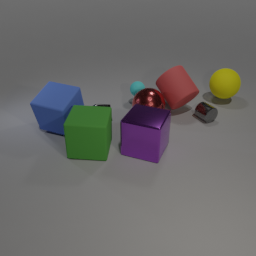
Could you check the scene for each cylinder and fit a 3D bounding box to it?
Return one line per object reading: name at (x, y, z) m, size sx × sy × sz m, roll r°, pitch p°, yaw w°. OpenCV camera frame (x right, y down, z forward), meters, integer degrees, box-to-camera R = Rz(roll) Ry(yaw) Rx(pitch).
cylinder at (2.146, -1.757, 12.233) m, size 1.400 × 1.400 × 1.400 m, roll -22°, pitch 75°, yaw -32°
cylinder at (3.326, -0.671, 11.925) m, size 0.700 × 0.700 × 0.700 m, roll -16°, pitch 35°, yaw -25°

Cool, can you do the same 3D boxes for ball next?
ball at (4.532, -2.078, 13.114) m, size 1.400 × 1.400 × 1.400 m, roll 0°, pitch 31°, yaw 0°
ball at (0.440, -1.793, 12.875) m, size 0.700 × 0.700 × 0.700 m, roll 0°, pitch 31°, yaw 0°
ball at (0.868, -0.982, 11.742) m, size 1.400 × 1.400 × 1.400 m, roll 0°, pitch 31°, yaw 0°

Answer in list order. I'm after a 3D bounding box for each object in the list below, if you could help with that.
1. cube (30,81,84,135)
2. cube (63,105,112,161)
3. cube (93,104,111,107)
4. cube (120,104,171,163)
cube at (-2.654, -0.755, 10.881) m, size 1.400 × 1.400 × 1.400 m, roll 13°, pitch 49°, yaw 16°
cube at (-1.342, 0.149, 9.815) m, size 1.400 × 1.400 × 1.400 m, roll 4°, pitch 32°, yaw 3°
cube at (-1.136, -0.537, 11.301) m, size 0.700 × 0.700 × 0.700 m, roll -2°, pitch -10°, yaw -36°
cube at (0.633, 0.157, 9.863) m, size 1.400 × 1.400 × 1.400 m, roll 12°, pitch 33°, yaw 19°
